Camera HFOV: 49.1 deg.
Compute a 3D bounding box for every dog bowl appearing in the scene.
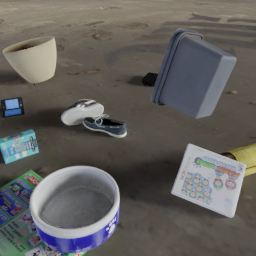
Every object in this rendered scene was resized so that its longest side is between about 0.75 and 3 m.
[{"bbox_3d":[-1.129,1.718,6.189,1.887,0.743,1.887,0,34,0],"label":"dog bowl"}]

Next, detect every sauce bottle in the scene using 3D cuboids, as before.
[{"bbox_3d":[2.965,1.022,7.930,2.556,0.844,0.844,-11,35,-15],"label":"sauce bottle"}]

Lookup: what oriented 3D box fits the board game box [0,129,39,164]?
[{"bbox_3d":[-3.369,0.567,8.662,1.044,0.788,0.245,-20,38,-28],"label":"board game box"}]

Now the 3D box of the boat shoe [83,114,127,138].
[{"bbox_3d":[-0.857,-0.161,9.994,1.769,0.547,0.662,20,38,28],"label":"boat shoe"}]

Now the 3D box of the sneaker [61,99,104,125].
[{"bbox_3d":[-1.830,-0.617,10.572,1.811,0.710,0.719,-17,40,-43],"label":"sneaker"}]

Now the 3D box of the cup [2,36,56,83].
[{"bbox_3d":[-4.427,-3.170,13.347,2.418,1.729,2.418,-10,30,6],"label":"cup"}]

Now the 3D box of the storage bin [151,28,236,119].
[{"bbox_3d":[1.899,-1.376,7.775,1.612,2.215,1.488,-12,39,-46],"label":"storage bin"}]

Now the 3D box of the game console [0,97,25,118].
[{"bbox_3d":[-4.589,-0.832,11.119,0.825,0.725,0.480,-11,6,-17],"label":"game console"}]

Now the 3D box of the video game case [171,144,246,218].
[{"bbox_3d":[2.092,1.308,7.210,1.589,0.188,1.446,21,66,9],"label":"video game case"}]

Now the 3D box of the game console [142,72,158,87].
[{"bbox_3d":[1.709,-2.271,13.520,1.980,0.239,1.168,13,36,18],"label":"game console"}]

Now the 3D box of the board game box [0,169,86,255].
[{"bbox_3d":[-2.225,2.194,6.505,2.841,0.414,1.912,25,40,33],"label":"board game box"}]
